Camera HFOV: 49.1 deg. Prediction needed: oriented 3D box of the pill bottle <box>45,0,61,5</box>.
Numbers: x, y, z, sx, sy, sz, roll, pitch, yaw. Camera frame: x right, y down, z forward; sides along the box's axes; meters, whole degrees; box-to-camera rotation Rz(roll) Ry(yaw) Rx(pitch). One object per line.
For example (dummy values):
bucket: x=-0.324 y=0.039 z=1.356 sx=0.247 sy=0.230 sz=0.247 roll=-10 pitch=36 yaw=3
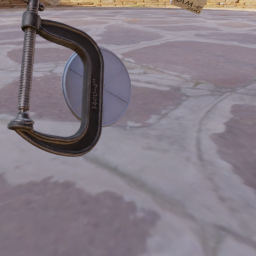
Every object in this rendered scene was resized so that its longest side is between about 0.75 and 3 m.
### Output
pill bottle: x=-2.229 y=-4.475 z=8.889 sx=0.595 sy=0.595 sz=1.072 roll=11 pitch=62 yaw=19

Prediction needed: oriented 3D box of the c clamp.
c clamp: x=-1.058 y=-0.677 z=3.594 sx=1.805 sy=2.112 sz=0.286 roll=4 pitch=-13 yaw=-41

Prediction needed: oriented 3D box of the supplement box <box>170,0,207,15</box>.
supplement box: x=2.027 y=-4.634 z=9.356 sx=1.085 sy=0.633 sz=1.722 roll=17 pitch=50 yaw=-7

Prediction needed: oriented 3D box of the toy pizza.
toy pizza: x=-0.523 y=-0.703 z=4.855 sx=1.402 sy=1.402 sz=0.222 roll=-23 pitch=14 yaw=-36
